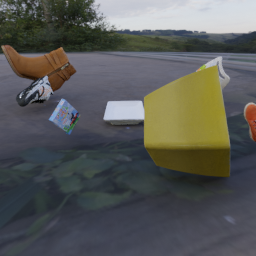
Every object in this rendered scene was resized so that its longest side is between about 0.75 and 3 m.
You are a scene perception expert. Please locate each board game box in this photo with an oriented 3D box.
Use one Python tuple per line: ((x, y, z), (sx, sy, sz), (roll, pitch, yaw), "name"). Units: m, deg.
((-1.521, -0.260, 6.850), (0.144, 0.596, 0.788), (21, -16, 29), "board game box")

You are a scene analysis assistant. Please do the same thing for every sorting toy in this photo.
((3.107, -1.867, 10.241), (0.815, 1.525, 1.373), (-7, -16, -26), "sorting toy")

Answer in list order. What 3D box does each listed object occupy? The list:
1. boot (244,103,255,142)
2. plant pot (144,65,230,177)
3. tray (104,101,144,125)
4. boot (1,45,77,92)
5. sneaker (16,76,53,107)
((2.850, -0.094, 6.163), (0.354, 0.943, 0.506), (-19, 12, 9), "boot")
((1.034, 0.002, 5.016), (1.322, 1.499, 1.499), (-7, -29, 15), "plant pot")
((-0.095, -0.509, 9.088), (1.239, 0.256, 2.307), (-2, 18, 0), "tray")
((-3.384, -2.568, 10.887), (1.998, 2.583, 0.952), (-36, 44, -4), "boot")
((-3.182, -1.182, 9.907), (0.755, 0.819, 2.048), (-17, 24, 19), "sneaker")
